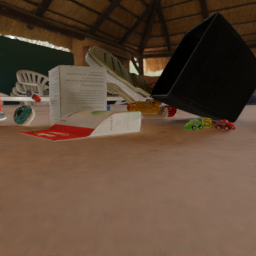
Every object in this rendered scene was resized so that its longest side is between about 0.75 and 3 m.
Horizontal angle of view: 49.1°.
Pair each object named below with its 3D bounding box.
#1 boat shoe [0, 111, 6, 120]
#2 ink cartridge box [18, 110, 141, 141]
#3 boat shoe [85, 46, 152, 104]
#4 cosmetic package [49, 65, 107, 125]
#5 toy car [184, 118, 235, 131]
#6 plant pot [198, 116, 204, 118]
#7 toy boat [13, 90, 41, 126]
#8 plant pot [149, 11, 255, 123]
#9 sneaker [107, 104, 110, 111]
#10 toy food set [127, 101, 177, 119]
[{"bbox_3d":[-4.921,-0.535,9.417,0.761,0.649,2.277,1,6,14],"label":"boat shoe"},{"bbox_3d":[-1.052,-0.128,6.198,2.148,0.538,1.728,-3,6,-42],"label":"ink cartridge box"},{"bbox_3d":[-0.415,-1.603,9.409,0.959,1.048,2.803,-34,-46,28],"label":"boat shoe"},{"bbox_3d":[-1.449,-0.876,7.960,1.337,1.607,1.345,-3,7,-27],"label":"cosmetic package"},{"bbox_3d":[1.922,-0.102,7.032,1.099,0.260,1.168,-2,6,-22],"label":"toy car"},{"bbox_3d":[3.393,-1.074,11.405,1.665,1.336,1.665,1,6,0],"label":"plant pot"},{"bbox_3d":[-2.986,-0.586,8.163,0.888,1.056,0.491,12,-22,46],"label":"toy boat"},{"bbox_3d":[2.653,-1.633,9.312,2.463,2.770,2.777,30,1,-9],"label":"plant pot"},{"bbox_3d":[-1.135,-0.578,9.835,0.839,0.755,2.154,-3,-1,3],"label":"sneaker"},{"bbox_3d":[1.258,-1.220,11.380,1.282,1.360,2.849,4,42,37],"label":"toy food set"}]
